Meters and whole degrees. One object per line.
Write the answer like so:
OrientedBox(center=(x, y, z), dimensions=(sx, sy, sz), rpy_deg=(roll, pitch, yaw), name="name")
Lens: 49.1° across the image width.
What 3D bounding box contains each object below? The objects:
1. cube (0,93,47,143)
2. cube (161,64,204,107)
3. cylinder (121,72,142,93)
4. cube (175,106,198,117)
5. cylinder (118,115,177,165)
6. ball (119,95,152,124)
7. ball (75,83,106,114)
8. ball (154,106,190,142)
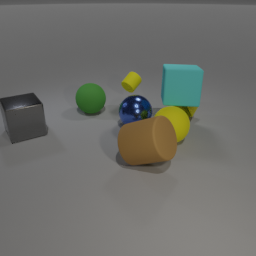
OrientedBox(center=(-4.174, -0.444, 11.156), dimensions=(1.400, 1.400, 1.400), rpy_deg=(-15, 31, -27), name="cube")
OrientedBox(center=(2.080, -1.711, 11.058), dimensions=(1.400, 1.400, 1.400), rpy_deg=(3, 20, 2), name="cube")
OrientedBox(center=(0.159, -2.114, 12.929), dimensions=(0.700, 0.700, 0.700), rpy_deg=(22, 66, 36), name="cylinder")
OrientedBox(center=(2.550, -0.956, 12.348), dimensions=(0.700, 0.700, 0.700), rpy_deg=(-2, 40, 43), name="cube")
OrientedBox(center=(0.624, 0.419, 8.918), dimensions=(1.400, 1.400, 1.400), rpy_deg=(-13, 16, 37), name="cylinder")
OrientedBox(center=(0.312, -0.676, 11.598), dimensions=(1.400, 1.400, 1.400), rpy_deg=(0, 27, 0), name="ball")
OrientedBox(center=(-1.721, -1.370, 12.949), dimensions=(1.400, 1.400, 1.400), rpy_deg=(0, 27, 0), name="ball")
OrientedBox(center=(1.615, -0.120, 10.540), dimensions=(1.400, 1.400, 1.400), rpy_deg=(0, 27, 0), name="ball")
